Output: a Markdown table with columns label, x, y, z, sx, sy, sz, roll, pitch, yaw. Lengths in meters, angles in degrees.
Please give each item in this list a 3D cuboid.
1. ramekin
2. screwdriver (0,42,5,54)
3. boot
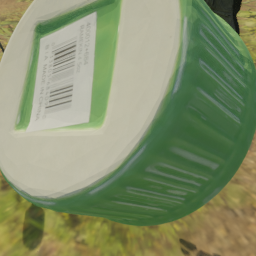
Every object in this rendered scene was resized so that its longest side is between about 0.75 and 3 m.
| label | x | y | z | sx | sy | sz | roll | pitch | yaw |
| --- | --- | --- | --- | --- | --- | --- | --- | --- | --- |
| ramekin | -0.212 | -0.387 | 3.049 | 2.802 | 2.802 | 1.369 | 39 | 10 | 37 |
| screwdriver | -3.385 | -2.867 | 6.037 | 0.397 | 2.849 | 0.415 | -34 | 34 | -21 |
| boot | 1.710 | -2.076 | 5.567 | 0.900 | 1.377 | 0.466 | -11 | 37 | 1 |
